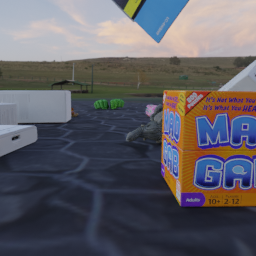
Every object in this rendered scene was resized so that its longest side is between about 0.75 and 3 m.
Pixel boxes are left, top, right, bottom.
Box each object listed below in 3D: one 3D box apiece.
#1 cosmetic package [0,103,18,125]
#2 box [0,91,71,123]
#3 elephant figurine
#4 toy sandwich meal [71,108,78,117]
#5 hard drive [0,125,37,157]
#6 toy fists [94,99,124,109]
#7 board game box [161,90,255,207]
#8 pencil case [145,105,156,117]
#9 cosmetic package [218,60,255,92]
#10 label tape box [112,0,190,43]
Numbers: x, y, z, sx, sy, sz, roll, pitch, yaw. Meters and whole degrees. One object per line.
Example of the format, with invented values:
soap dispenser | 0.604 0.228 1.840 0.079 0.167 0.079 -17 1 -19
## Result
cosmetic package | -4.113 -0.289 7.692 1.061 0.763 1.880 3 9 25
box | -3.269 -0.784 10.039 2.283 1.113 1.420 -1 7 -4
elephant figurine | 0.684 0.029 5.808 0.844 0.926 1.193 44 27 4
toy sandwich meal | -2.720 -0.717 12.334 1.165 0.399 1.165 0 7 0
hard drive | -3.499 0.209 5.214 2.940 0.392 1.939 0 7 4
toy fists | -1.163 -1.468 17.366 1.891 0.650 0.964 -1 0 0
board game box | 0.993 0.137 3.058 1.077 1.077 1.078 1 7 -3
pencil case | 1.236 -0.682 11.499 0.550 0.550 1.259 -4 11 -31
cosmetic package | 2.179 -0.575 5.675 0.946 0.664 1.865 -43 -3 -31
label tape box | 0.335 -2.657 4.018 2.500 1.791 0.826 50 32 19
